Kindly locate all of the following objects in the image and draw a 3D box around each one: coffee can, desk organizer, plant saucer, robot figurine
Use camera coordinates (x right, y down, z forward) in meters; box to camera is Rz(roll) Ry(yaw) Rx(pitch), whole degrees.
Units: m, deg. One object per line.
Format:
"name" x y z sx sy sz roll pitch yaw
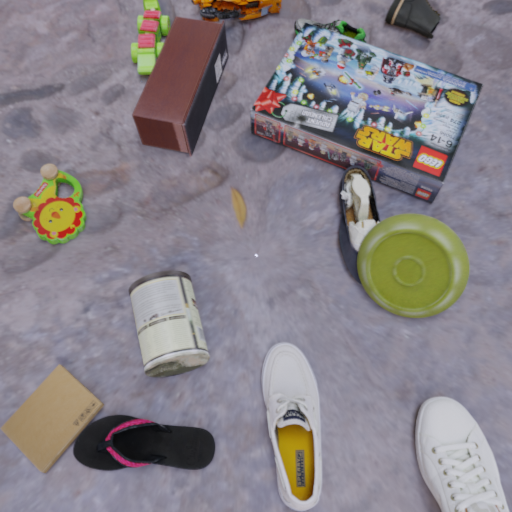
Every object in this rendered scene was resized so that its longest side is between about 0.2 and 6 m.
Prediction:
"coffee can" -1.531 1.191 9.783 1.134 1.134 1.549 -14 65 -7
"desk organizer" -1.581 -3.767 12.240 1.150 1.071 2.986 12 65 8
"plant saucer" 2.732 0.238 9.949 1.971 1.971 0.306 29 26 13
"robot figurine" -0.525 -6.307 13.701 2.139 0.623 1.551 -11 65 -6

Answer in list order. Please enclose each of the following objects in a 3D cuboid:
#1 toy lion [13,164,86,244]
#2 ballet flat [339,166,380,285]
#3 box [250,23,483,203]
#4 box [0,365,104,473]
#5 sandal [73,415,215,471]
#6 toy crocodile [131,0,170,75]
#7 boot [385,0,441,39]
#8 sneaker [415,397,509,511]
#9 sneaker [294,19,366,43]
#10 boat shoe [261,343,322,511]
"toy lion" -3.995 -0.978 11.264 1.374 0.492 1.434 27 67 5
"ballet flat" 2.037 -0.682 10.852 0.921 0.921 2.520 -2 64 -1
"box" 2.356 -3.184 12.063 4.213 0.840 2.884 23 66 11
"box" -3.454 2.720 9.487 1.153 0.150 1.411 34 74 23
"sandal" -1.861 3.053 9.145 2.369 0.534 0.890 0 69 7
"toy crocodile" -2.484 -5.161 13.101 0.767 0.702 2.273 2 65 1
"boot" 4.097 -6.165 13.676 1.255 0.703 1.814 29 81 9
"sneaker" 3.355 3.683 8.452 1.208 1.405 3.318 -9 63 -2
"sneaker" 1.756 -5.269 13.122 1.789 0.762 0.698 18 66 9
"boat shoe" 0.608 2.678 9.164 0.970 0.955 2.737 -2 64 -1
